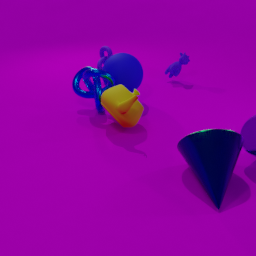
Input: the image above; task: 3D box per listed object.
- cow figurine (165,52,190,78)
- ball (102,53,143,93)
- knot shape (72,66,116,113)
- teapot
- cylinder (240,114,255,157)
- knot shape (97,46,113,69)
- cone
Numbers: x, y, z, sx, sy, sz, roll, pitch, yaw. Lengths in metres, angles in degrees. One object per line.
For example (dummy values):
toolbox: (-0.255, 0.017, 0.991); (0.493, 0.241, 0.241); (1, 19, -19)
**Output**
cow figurine: (1.967, -2.494, 11.102); (0.964, 0.538, 0.980); (-56, 15, -11)
ball: (-0.177, -1.780, 9.261); (1.371, 1.371, 1.371); (0, 31, 0)
knot shape: (-1.150, -1.344, 8.825); (1.459, 1.559, 0.720); (34, 45, 25)
teapot: (-0.082, -0.681, 7.869); (1.022, 1.297, 2.087); (-44, 9, 0)
cylinder: (3.274, 0.278, 6.375); (1.018, 1.018, 1.018); (23, 17, -33)
knot shape: (-0.907, -2.652, 11.704); (0.612, 1.324, 1.239); (2, -6, 2)
cone: (1.768, 0.971, 5.761); (1.408, 1.408, 1.413); (1, 61, 1)
